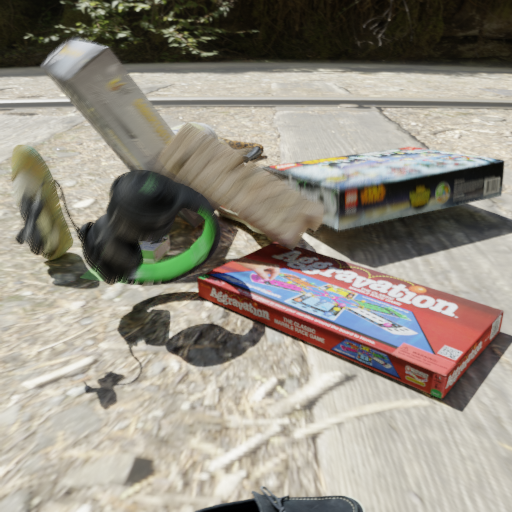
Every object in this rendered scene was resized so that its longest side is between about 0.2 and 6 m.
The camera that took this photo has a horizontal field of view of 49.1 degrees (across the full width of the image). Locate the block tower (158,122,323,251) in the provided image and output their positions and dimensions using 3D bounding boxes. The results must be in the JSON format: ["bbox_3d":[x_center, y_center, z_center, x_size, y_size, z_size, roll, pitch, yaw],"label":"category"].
[{"bbox_3d":[-0.306,-1.232,10.008,3.058,0.884,0.826,32,-8,12],"label":"block tower"}]

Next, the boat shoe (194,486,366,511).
[{"bbox_3d":[0.131,2.379,4.854,1.830,0.570,0.683,-5,23,-14],"label":"boat shoe"}]

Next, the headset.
[{"bbox_3d":[-1.864,-0.260,8.102,3.084,1.904,1.449,19,37,-40],"label":"headset"}]

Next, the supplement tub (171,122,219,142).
[{"bbox_3d":[-1.974,-3.005,15.830,1.390,1.390,1.917,9,25,20],"label":"supplement tub"}]

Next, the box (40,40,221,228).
[{"bbox_3d":[-2.693,-2.671,12.131,0.960,3.970,3.145,-44,35,-8],"label":"box"}]

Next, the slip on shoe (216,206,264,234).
[{"bbox_3d":[-0.070,-1.228,12.154,1.190,0.983,3.213,-4,15,-21],"label":"slip on shoe"}]

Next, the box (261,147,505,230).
[{"bbox_3d":[2.789,-1.689,12.658,4.494,0.896,3.076,-12,20,-26],"label":"box"}]

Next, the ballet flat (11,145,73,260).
[{"bbox_3d":[-3.926,-0.870,10.084,0.790,2.236,0.790,-5,37,4],"label":"ballet flat"}]

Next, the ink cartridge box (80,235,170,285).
[{"bbox_3d":[-2.418,-0.003,10.439,1.140,0.376,1.567,6,23,12],"label":"ink cartridge box"}]

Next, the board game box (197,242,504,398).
[{"bbox_3d":[1.335,0.722,8.718,4.213,0.410,2.169,18,28,36],"label":"board game box"}]

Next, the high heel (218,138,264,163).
[{"bbox_3d":[-0.617,-3.486,17.800,1.658,0.592,1.182,27,38,16],"label":"high heel"}]
